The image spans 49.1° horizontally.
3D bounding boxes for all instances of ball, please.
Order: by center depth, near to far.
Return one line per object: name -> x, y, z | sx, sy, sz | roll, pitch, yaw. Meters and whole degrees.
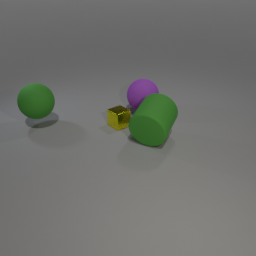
ball -> -3.578, -1.044, 10.929 | 1.400, 1.400, 1.400 | 0, 29, 0
ball -> 0.649, -1.418, 12.097 | 1.400, 1.400, 1.400 | 0, 29, 0

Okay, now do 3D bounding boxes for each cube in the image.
cube -> -0.363, -0.423, 11.316 | 0.700, 0.700, 0.700 | -22, 35, -34

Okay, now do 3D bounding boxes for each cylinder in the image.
cylinder -> 0.923, -0.303, 10.035 | 1.400, 1.400, 1.400 | 13, 43, 22
